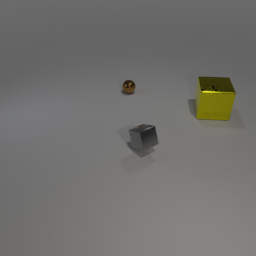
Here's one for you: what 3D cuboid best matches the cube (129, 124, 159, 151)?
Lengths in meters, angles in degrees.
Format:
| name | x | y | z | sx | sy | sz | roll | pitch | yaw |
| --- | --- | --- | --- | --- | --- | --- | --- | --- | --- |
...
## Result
| name | x | y | z | sx | sy | sz | roll | pitch | yaw |
| --- | --- | --- | --- | --- | --- | --- | --- | --- | --- |
| cube | 0.551 | 0.316 | 9.866 | 0.700 | 0.700 | 0.700 | -22 | 19 | -29 |

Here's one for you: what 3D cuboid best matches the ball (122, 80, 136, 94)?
| name | x | y | z | sx | sy | sz | roll | pitch | yaw |
| --- | --- | --- | --- | --- | --- | --- | --- | --- | --- |
| ball | 0.050 | -2.099 | 14.264 | 0.700 | 0.700 | 0.700 | 0 | 33 | 0 |

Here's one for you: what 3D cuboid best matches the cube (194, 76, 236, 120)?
| name | x | y | z | sx | sy | sz | roll | pitch | yaw |
| --- | --- | --- | --- | --- | --- | --- | --- | --- | --- |
| cube | 3.742 | -1.308 | 12.274 | 1.400 | 1.400 | 1.400 | 3 | 37 | 5 |
